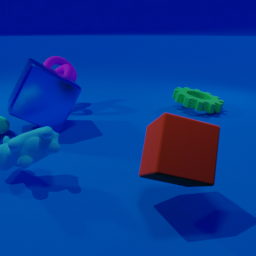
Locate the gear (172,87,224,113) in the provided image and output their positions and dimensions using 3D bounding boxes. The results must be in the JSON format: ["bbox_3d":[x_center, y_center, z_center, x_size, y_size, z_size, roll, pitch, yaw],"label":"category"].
[{"bbox_3d":[2.223,-0.908,8.915,1.566,0.290,1.566,11,23,-5],"label":"gear"}]

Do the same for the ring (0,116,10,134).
[{"bbox_3d":[-3.790,-0.285,6.477,2.013,0.403,2.013,16,-2,1],"label":"ring"}]

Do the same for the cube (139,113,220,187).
[{"bbox_3d":[0.693,0.348,3.925,0.807,0.807,0.807,13,-15,-10],"label":"cube"}]

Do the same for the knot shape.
[{"bbox_3d":[-2.339,-1.731,9.069,1.761,0.814,1.648,10,39,21],"label":"knot shape"}]

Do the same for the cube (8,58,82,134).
[{"bbox_3d":[-2.143,-0.837,7.118,1.298,1.298,1.298,25,8,-28],"label":"cube"}]

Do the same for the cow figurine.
[{"bbox_3d":[-1.746,0.345,4.836,1.160,0.637,1.142,-25,10,-16],"label":"cow figurine"}]
